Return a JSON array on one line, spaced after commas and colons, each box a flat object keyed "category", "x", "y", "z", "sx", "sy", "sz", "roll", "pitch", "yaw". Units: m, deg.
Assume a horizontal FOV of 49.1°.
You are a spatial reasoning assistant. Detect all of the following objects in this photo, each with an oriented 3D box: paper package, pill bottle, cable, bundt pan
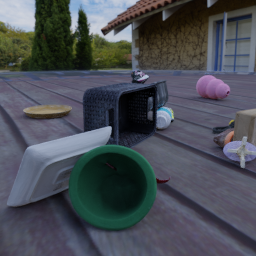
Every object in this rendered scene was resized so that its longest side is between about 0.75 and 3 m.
[{"category": "paper package", "x": 3.812, "y": 0.107, "z": 8.176, "sx": 1.353, "sy": 1.290, "sz": 0.700, "roll": -8, "pitch": 17, "yaw": -29}, {"category": "pill bottle", "x": 1.355, "y": -0.384, "z": 11.134, "sx": 0.724, "sy": 0.724, "sz": 1.306, "roll": 3, "pitch": 14, "yaw": 12}, {"category": "cable", "x": 3.908, "y": 0.050, "z": 10.638, "sx": 1.557, "sy": 0.392, "sz": 0.756, "roll": -23, "pitch": 42, "yaw": -29}, {"category": "bundt pan", "x": 0.481, "y": -1.084, "z": 11.948, "sx": 2.824, "sy": 1.060, "sz": 2.824, "roll": -20, "pitch": 2, "yaw": 1}]

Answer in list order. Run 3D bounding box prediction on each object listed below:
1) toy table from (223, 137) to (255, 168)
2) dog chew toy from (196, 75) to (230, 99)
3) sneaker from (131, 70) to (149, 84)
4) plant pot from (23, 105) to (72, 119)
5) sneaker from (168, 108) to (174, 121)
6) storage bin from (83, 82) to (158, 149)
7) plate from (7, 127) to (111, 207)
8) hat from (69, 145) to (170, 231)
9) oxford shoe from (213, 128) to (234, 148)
[{"category": "toy table", "x": 3.022, "y": 0.637, "z": 7.437, "sx": 0.868, "sy": 0.798, "sz": 0.509, "roll": -7, "pitch": -3, "yaw": 12}, {"category": "dog chew toy", "x": 5.544, "y": -2.532, "z": 18.040, "sx": 1.478, "sy": 1.478, "sz": 2.373, "roll": -8, "pitch": 24, "yaw": -28}, {"category": "sneaker", "x": 0.407, "y": -2.380, "z": 13.440, "sx": 0.747, "sy": 0.695, "sz": 1.729, "roll": 42, "pitch": 21, "yaw": 1}, {"category": "plant pot", "x": -3.830, "y": -0.784, "z": 13.455, "sx": 2.242, "sy": 0.308, "sz": 2.242, "roll": 0, "pitch": 14, "yaw": 0}, {"category": "sneaker", "x": 1.798, "y": -0.580, "z": 12.385, "sx": 0.450, "sy": 0.456, "sz": 1.194, "roll": 1, "pitch": 15, "yaw": 1}, {"category": "storage bin", "x": -0.154, "y": -0.460, "z": 9.235, "sx": 1.275, "sy": 1.839, "sz": 2.720, "roll": 8, "pitch": 17, "yaw": 28}, {"category": "plate", "x": -1.261, "y": 0.811, "z": 5.430, "sx": 1.828, "sy": 1.832, "sz": 0.296, "roll": -16, "pitch": 59, "yaw": -45}, {"category": "hat", "x": -0.136, "y": 1.255, "z": 5.555, "sx": 1.772, "sy": 1.467, "sz": 1.559, "roll": 18, "pitch": -17, "yaw": 8}, {"category": "oxford shoe", "x": 3.670, "y": 0.174, "z": 9.075, "sx": 2.113, "sy": 0.753, "sz": 0.770, "roll": -10, "pitch": 13, "yaw": -32}]
